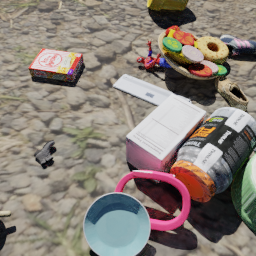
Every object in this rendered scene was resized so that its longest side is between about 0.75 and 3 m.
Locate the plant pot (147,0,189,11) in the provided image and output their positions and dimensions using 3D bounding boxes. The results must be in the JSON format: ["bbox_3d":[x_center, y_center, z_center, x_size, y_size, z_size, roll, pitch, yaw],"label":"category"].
[{"bbox_3d":[2.121,-6.824,14.133,1.837,1.953,1.953,13,50,-10],"label":"plant pot"}]

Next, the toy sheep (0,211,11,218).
[{"bbox_3d":[-3.870,2.249,6.971,1.776,1.224,1.224,5,48,-19],"label":"toy sheep"}]

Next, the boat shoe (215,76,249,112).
[{"bbox_3d":[3.858,-1.390,10.316,0.658,0.596,1.846,-16,52,-13],"label":"boat shoe"}]

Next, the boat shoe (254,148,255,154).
[{"bbox_3d":[5.047,-0.257,9.097,2.978,1.017,1.099,-37,60,-27],"label":"boat shoe"}]

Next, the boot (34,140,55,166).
[{"bbox_3d":[-2.487,0.790,8.757,0.524,0.278,0.796,37,70,23],"label":"boot"}]

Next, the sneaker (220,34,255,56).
[{"bbox_3d":[4.849,-3.381,12.065,1.927,0.676,0.790,18,73,14],"label":"sneaker"}]

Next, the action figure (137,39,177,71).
[{"bbox_3d":[1.469,-2.895,11.294,2.266,1.121,0.739,3,49,6],"label":"action figure"}]

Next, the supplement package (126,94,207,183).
[{"bbox_3d":[1.129,0.265,8.503,1.308,1.259,2.299,34,58,25],"label":"supplement package"}]

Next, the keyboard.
[{"bbox_3d":[0.875,-1.292,10.563,2.963,0.158,0.834,25,60,20],"label":"keyboard"}]

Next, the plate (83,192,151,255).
[{"bbox_3d":[-0.270,2.407,6.912,1.652,0.211,1.652,0,88,2],"label":"plate"}]

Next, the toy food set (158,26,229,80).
[{"bbox_3d":[2.571,-2.991,11.038,2.960,0.720,2.929,27,48,-3],"label":"toy food set"}]

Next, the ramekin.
[{"bbox_3d":[4.124,1.651,7.395,2.429,1.187,2.429,0,50,0],"label":"ramekin"}]

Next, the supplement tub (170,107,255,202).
[{"bbox_3d":[2.449,0.717,7.908,1.608,1.608,2.625,33,57,25],"label":"supplement tub"}]

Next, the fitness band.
[{"bbox_3d":[0.601,1.847,7.242,2.009,0.376,1.443,6,91,17],"label":"fitness band"}]

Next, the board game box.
[{"bbox_3d":[-2.892,-2.575,11.414,1.809,0.419,1.370,9,51,7],"label":"board game box"}]
